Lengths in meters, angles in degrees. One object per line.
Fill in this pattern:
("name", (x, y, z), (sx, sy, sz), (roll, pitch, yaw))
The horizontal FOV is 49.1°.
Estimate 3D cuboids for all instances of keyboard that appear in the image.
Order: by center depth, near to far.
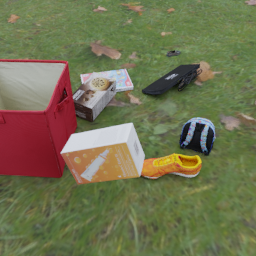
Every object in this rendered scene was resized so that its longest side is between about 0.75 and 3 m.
("keyboard", (1.998, -1.917, 11.705), (2.858, 0.566, 1.488), (-36, 31, -32))

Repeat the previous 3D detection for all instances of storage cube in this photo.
("storage cube", (-3.028, -0.284, 8.220), (2.854, 2.565, 2.439), (3, 42, 2))

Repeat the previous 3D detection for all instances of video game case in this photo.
("video game case", (-0.915, -1.946, 11.802), (2.013, 0.176, 1.439), (-9, 43, -10))

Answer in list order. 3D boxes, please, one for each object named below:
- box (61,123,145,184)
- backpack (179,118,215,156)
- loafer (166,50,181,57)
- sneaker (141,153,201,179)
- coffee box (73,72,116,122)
("box", (-0.501, 0.561, 5.937), (1.462, 0.909, 0.712), (-11, 30, 19))
("backpack", (2.209, 0.142, 8.771), (1.076, 1.178, 0.793), (15, 45, 18))
("loafer", (2.240, -3.671, 13.633), (0.788, 0.248, 0.283), (-19, 46, -19))
("sneaker", (1.159, 1.022, 8.152), (1.927, 0.743, 0.703), (-4, 44, -2))
("coffee box", (-1.300, -1.179, 10.423), (1.021, 0.721, 1.807), (22, 51, 16))
